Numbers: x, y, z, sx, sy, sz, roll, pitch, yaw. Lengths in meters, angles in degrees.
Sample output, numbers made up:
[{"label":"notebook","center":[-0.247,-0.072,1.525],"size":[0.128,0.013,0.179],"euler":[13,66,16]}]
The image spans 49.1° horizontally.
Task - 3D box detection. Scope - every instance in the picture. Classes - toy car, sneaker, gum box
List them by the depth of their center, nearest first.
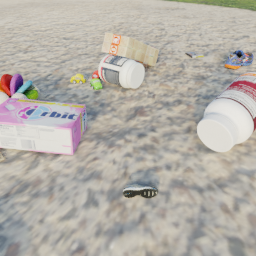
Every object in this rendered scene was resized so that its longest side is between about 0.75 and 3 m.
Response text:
[{"label":"sneaker","center":[0.277,1.343,6.115],"size":[0.769,0.284,0.305],"euler":[2,27,4]},{"label":"gum box","center":[-2.576,-0.103,7.831],"size":[2.544,0.841,1.444],"euler":[5,31,5]},{"label":"toy car","center":[-3.879,-1.337,9.685],"size":[1.499,1.124,1.312],"euler":[5,31,8]},{"label":"toy car","center":[-1.456,-1.981,11.477],"size":[1.579,0.352,1.486],"euler":[-15,34,-23]},{"label":"sneaker","center":[5.398,-3.352,13.331],"size":[1.946,0.763,0.733],"euler":[-26,41,-35]}]

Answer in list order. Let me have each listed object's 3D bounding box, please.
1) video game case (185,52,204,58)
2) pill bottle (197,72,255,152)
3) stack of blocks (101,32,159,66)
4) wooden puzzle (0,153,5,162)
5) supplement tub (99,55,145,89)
[{"label":"video game case","center":[3.524,-3.889,14.851],"size":[0.692,0.098,0.766],"euler":[-9,33,-14]},{"label":"pill bottle","center":[2.968,-0.432,7.673],"size":[1.348,1.348,2.386],"euler":[27,52,36]},{"label":"stack of blocks","center":[0.023,-3.465,12.465],"size":[1.608,0.818,2.792],"euler":[20,13,28]},{"label":"wooden puzzle","center":[-3.713,0.757,7.176],"size":[0.874,0.163,0.809],"euler":[27,41,37]},{"label":"supplement tub","center":[-0.266,-2.232,11.138],"size":[1.596,1.120,1.120],"euler":[22,38,31]}]
